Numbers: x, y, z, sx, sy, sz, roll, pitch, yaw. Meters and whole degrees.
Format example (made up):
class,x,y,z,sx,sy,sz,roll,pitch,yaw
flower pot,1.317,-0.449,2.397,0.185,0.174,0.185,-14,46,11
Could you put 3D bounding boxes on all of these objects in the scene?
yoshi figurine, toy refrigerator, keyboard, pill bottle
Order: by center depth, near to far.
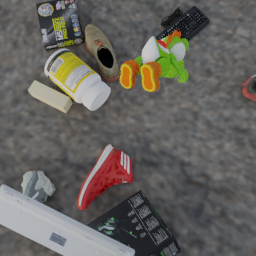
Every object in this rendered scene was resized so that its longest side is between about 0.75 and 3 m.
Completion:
class,x,y,z,sx,sy,sz,roll,pitch,yaw
keyboard,-0.911,1.436,3.787,1.996,0.106,0.562,27,109,0
yoshi figurine,0.637,-1.131,5.255,0.967,0.964,1.721,50,50,-2
pill bottle,-1.507,-1.438,8.489,1.880,1.074,1.074,41,77,11
toy refrigerator,-2.379,-0.978,8.665,1.263,0.479,0.442,26,75,8
keyboard,1.638,-3.383,9.417,2.280,0.452,1.187,-42,78,-12

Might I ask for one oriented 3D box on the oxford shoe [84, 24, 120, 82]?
class,x,y,z,sx,sy,sz,roll,pitch,yaw
oxford shoe,-0.831,-2.578,8.971,0.760,0.807,2.159,-26,75,-8

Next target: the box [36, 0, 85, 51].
class,x,y,z,sx,sy,sz,roll,pitch,yaw
box,-2.298,-3.547,9.489,1.359,0.375,1.696,-12,74,-4

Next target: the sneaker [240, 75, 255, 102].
class,x,y,z,sx,sy,sz,roll,pitch,yaw
sneaker,4.417,-1.546,8.549,2.142,1.047,0.757,-28,78,-7

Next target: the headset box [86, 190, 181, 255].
class,x,y,z,sx,sy,sz,roll,pitch,yaw
headset box,0.034,2.789,6.942,1.886,0.875,1.642,-32,42,-10

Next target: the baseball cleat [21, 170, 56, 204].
class,x,y,z,sx,sy,sz,roll,pitch,yaw
baseball cleat,-2.465,2.030,7.686,0.945,0.619,1.776,-8,74,-2

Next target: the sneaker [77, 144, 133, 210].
class,x,y,z,sx,sy,sz,roll,pitch,yaw
sneaker,-0.528,1.510,7.780,1.137,0.771,1.969,25,76,9
